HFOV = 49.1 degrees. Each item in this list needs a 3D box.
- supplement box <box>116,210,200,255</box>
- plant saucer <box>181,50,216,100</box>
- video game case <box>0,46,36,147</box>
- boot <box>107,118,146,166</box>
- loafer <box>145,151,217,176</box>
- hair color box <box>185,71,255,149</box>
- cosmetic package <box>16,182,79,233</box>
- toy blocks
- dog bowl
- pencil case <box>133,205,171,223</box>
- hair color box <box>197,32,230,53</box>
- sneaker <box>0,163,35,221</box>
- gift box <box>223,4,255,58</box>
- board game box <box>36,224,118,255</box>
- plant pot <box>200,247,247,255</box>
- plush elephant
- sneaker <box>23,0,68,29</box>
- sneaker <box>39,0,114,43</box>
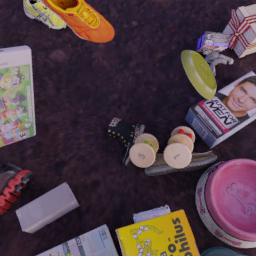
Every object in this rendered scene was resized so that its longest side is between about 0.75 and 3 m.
[{"bbox_3d":[0.673,3.153,6.890,1.551,2.833,1.542,-15,67,-7],"label":"supplement box"},{"bbox_3d":[1.892,-1.431,7.231,0.226,1.453,1.453,-30,59,35],"label":"plant saucer"},{"bbox_3d":[-3.594,-0.560,7.052,2.511,2.758,0.304,-22,47,-37],"label":"video game case"},{"bbox_3d":[-0.183,0.418,9.449,1.209,0.578,1.601,19,61,11],"label":"boot"},{"bbox_3d":[1.670,0.958,9.004,2.361,0.888,0.822,-7,69,-3],"label":"loafer"},{"bbox_3d":[3.610,-0.665,9.783,2.850,0.864,1.411,-30,68,-14],"label":"hair color box"},{"bbox_3d":[-2.357,2.383,8.353,1.623,0.867,0.732,-27,66,-10],"label":"cosmetic package"},{"bbox_3d":[1.171,0.444,8.921,1.825,2.190,0.795,-1,108,17],"label":"toy blocks"},{"bbox_3d":[3.453,2.126,8.394,2.719,1.002,2.719,0,65,1],"label":"dog bowl"},{"bbox_3d":[0.733,2.668,8.394,1.143,0.518,0.475,-15,56,-5],"label":"pencil case"},{"bbox_3d":[3.177,-3.203,10.596,0.872,1.596,0.517,7,97,4],"label":"hair color box"},{"bbox_3d":[-4.117,2.143,8.426,1.284,0.929,2.628,32,67,14],"label":"sneaker"},{"bbox_3d":[4.697,-3.870,10.982,1.572,1.553,1.683,-20,67,-15],"label":"gift box"},{"bbox_3d":[-1.351,3.985,7.655,2.360,0.758,1.741,-20,66,-11],"label":"board game box"},{"bbox_3d":[2.669,3.972,7.086,1.835,1.797,1.835,0,66,0],"label":"plant pot"},{"bbox_3d":[3.183,-2.384,10.634,1.216,0.941,1.001,12,16,-29],"label":"plush elephant"},{"bbox_3d":[-3.430,-4.898,11.775,2.335,0.892,0.881,20,65,8],"label":"sneaker"},{"bbox_3d":[-1.346,-3.106,7.767,0.963,2.497,0.911,32,97,52],"label":"sneaker"}]
